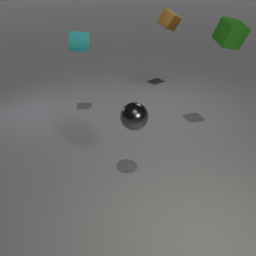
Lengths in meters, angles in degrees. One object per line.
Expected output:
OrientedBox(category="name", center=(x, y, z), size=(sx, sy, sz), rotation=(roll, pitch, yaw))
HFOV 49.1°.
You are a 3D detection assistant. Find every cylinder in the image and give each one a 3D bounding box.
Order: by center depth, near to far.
OrientedBox(category="cylinder", center=(-1.802, -3.172, 10.306), size=(0.700, 0.700, 0.700), rotation=(1, 28, -11))

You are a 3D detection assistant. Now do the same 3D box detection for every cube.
OrientedBox(category="cube", center=(3.175, -2.928, 8.667), size=(0.700, 0.700, 0.700), rotation=(-1, 46, -24))
OrientedBox(category="cube", center=(1.949, -5.080, 13.152), size=(0.700, 0.700, 0.700), rotation=(-5, 45, -48))

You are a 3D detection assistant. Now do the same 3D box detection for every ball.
OrientedBox(category="ball", center=(0.154, -0.285, 6.899), size=(0.700, 0.700, 0.700), rotation=(0, 28, 0))
